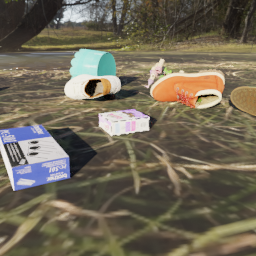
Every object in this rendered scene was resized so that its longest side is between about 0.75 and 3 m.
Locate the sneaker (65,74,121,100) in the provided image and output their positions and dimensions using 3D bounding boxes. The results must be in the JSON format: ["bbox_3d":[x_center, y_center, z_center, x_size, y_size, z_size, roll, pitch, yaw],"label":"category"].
[{"bbox_3d":[-1.747,-1.670,11.277,2.808,1.022,1.189,-3,11,35],"label":"sneaker"}]

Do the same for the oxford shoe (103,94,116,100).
[{"bbox_3d":[-0.829,-1.405,12.243,0.378,0.326,0.896,1,21,-35],"label":"oxford shoe"}]

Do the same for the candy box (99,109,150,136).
[{"bbox_3d":[-0.132,-0.185,8.326,1.217,0.435,1.021,-9,20,-24],"label":"candy box"}]

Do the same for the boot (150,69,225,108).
[{"bbox_3d":[2.224,-1.389,10.968,2.974,1.116,1.595,-7,41,23],"label":"boot"}]

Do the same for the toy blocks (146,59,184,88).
[{"bbox_3d":[1.696,-2.295,13.856,1.507,1.357,1.612,26,-12,-13],"label":"toy blocks"}]

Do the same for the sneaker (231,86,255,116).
[{"bbox_3d":[5.140,-0.892,9.755,2.825,0.947,1.268,17,23,29],"label":"sneaker"}]

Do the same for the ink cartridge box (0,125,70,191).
[{"bbox_3d":[-2.133,0.527,6.112,1.070,0.503,2.277,-9,20,-28],"label":"ink cartridge box"}]

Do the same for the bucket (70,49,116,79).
[{"bbox_3d":[-1.596,-2.707,13.407,1.397,2.147,2.147,10,21,24],"label":"bucket"}]
